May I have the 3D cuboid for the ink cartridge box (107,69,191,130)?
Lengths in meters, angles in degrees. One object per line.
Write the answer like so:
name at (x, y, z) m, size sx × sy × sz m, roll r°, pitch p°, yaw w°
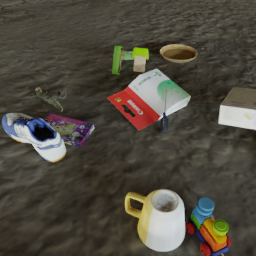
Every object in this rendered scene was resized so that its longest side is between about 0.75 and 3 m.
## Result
ink cartridge box at (0.922, -1.388, 12.382) m, size 2.908 × 0.728 × 2.340 m, roll -25°, pitch 57°, yaw -31°

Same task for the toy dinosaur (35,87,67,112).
toy dinosaur at (-3.341, -1.373, 12.862) m, size 2.125 × 0.504 × 0.936 m, roll 32°, pitch 53°, yaw 30°

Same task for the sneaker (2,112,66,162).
sneaker at (-3.453, -0.019, 10.201) m, size 2.975 × 1.311 × 1.120 m, roll 27°, pitch 53°, yaw 18°

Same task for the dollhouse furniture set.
dollhouse furniture set at (0.081, -3.596, 15.419) m, size 1.827 × 1.400 × 2.790 m, roll 4°, pitch 10°, yaw -4°

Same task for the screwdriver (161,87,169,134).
screwdriver at (1.520, -0.787, 11.721) m, size 0.335 × 0.321 × 2.302 m, roll -25°, pitch 48°, yaw 37°

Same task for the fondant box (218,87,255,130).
fondant box at (4.993, -0.835, 11.275) m, size 2.009 × 0.811 × 2.784 m, roll 11°, pitch 28°, yaw 27°

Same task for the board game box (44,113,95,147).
board game box at (-2.549, 0.060, 11.248) m, size 2.079 × 0.336 × 1.248 m, roll 13°, pitch 37°, yaw 15°

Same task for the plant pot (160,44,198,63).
plant pot at (3.001, -4.404, 16.655) m, size 2.226 × 0.306 × 2.226 m, roll -1°, pitch 40°, yaw 1°

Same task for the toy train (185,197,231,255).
toy train at (2.341, 2.821, 7.186) m, size 0.843 × 1.152 × 1.990 m, roll -16°, pitch 42°, yaw -18°

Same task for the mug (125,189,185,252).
mug at (0.781, 2.382, 7.559) m, size 1.666 × 1.368 × 1.334 m, roll -3°, pitch 40°, yaw -3°
